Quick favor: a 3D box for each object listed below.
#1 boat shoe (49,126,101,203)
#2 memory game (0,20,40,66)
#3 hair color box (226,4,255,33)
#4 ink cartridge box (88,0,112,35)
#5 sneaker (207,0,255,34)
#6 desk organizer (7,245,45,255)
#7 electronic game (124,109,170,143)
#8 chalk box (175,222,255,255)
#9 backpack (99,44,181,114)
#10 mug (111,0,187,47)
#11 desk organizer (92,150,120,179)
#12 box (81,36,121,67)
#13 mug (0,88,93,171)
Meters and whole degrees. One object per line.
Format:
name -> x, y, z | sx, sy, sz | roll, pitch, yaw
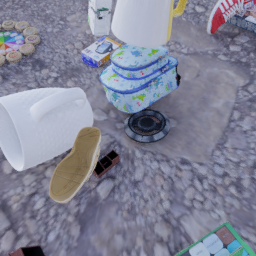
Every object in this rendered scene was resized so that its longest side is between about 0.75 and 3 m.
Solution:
boat shoe -> -0.756, 0.625, 4.471 | 0.531, 0.498, 1.440 | 11, 47, 15
memory game -> -4.744, -3.286, 10.626 | 2.784, 0.177, 2.784 | 0, 52, 0
hair color box -> 4.942, -4.418, 10.993 | 2.084, 0.631, 1.042 | 32, 84, 22
ink cartridge box -> -0.808, -3.383, 7.937 | 0.497, 1.178, 0.861 | -8, 48, -17
sneaker -> 3.992, -4.460, 10.614 | 1.260, 0.798, 2.241 | 30, 92, 27
desk organizer -> -1.763, 3.043, 5.547 | 0.583, 0.543, 1.513 | -28, 58, -22
electronic game -> 0.548, -0.080, 8.092 | 1.337, 0.278, 1.337 | -3, 45, 3
chalk box -> 1.557, 2.644, 4.878 | 1.285, 2.059, 1.276 | -25, 56, -18
backpack -> 0.245, -1.609, 8.415 | 2.098, 1.541, 1.920 | -37, 46, -16
mug -> 0.482, -3.000, 6.494 | 1.467, 1.503, 1.831 | 23, 49, 12
desk organizer -> -0.581, 0.932, 7.308 | 0.779, 0.300, 0.280 | -37, 61, -25
box -> -1.009, -2.760, 10.157 | 0.852, 0.297, 1.432 | 33, 57, 22
mug -> -1.898, -0.255, 6.916 | 2.133, 2.433, 1.796 | -23, 81, -38
